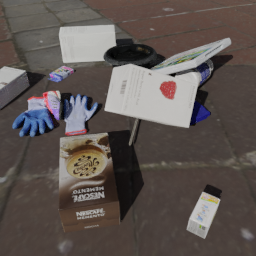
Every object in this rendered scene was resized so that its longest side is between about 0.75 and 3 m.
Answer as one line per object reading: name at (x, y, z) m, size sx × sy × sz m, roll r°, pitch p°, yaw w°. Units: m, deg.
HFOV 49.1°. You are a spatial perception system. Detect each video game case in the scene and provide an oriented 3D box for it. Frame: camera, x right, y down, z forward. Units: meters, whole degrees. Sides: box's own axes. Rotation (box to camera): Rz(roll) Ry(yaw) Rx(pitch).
video game case at (2.298, -2.782, 11.523) m, size 2.675 × 0.323 × 2.935 m, roll -35°, pitch 19°, yaw -35°

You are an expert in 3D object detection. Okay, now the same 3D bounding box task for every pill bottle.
pill bottle at (2.828, -2.296, 11.673) m, size 1.038 × 1.038 × 1.735 m, roll 27°, pitch 47°, yaw 29°

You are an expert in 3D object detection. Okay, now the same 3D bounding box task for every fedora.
fedora at (0.110, -2.866, 12.335) m, size 2.327 × 1.063 × 2.327 m, roll -3°, pitch 39°, yaw 2°

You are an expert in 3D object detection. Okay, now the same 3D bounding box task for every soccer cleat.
soccer cleat at (-2.720, -0.819, 10.195) m, size 0.650 × 0.606 × 1.776 m, roll -2°, pitch 35°, yaw -19°

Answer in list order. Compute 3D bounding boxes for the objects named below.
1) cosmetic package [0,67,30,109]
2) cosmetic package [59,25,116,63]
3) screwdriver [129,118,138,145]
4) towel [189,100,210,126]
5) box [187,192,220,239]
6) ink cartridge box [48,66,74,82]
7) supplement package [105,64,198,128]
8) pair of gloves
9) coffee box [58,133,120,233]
cosmetic package at (-5.009, -1.541, 10.956) m, size 1.110 × 0.808 × 2.183 m, roll 13°, pitch 42°, yaw 15°
cosmetic package at (-1.883, -4.047, 13.478) m, size 2.615 × 1.476 × 1.061 m, roll -4°, pitch 40°, yaw -7°
screwdriver at (0.317, -0.276, 9.825) m, size 0.392 × 0.409 × 2.813 m, roll 6°, pitch 43°, yaw 8°
towel at (2.148, -0.661, 10.280) m, size 1.075 × 0.361 × 1.456 m, roll -24°, pitch 45°, yaw -17°
box at (1.832, 2.091, 6.774) m, size 0.459 × 0.510 × 0.906 m, roll 21°, pitch 44°, yaw 24°
ink cartridge box at (-2.999, -2.412, 12.475) m, size 0.637 × 0.224 × 1.068 m, roll 21°, pitch 46°, yaw 24°
supplement package at (0.712, -0.949, 8.725) m, size 2.366 × 1.435 × 1.417 m, roll 11°, pitch 2°, yaw -25°
pair of gloves at (-2.537, -0.521, 10.090) m, size 2.946 × 0.336 × 2.368 m, roll -5°, pitch 40°, yaw -5°
coffee box at (-1.044, 1.313, 7.344) m, size 1.389 × 0.981 × 2.457 m, roll -6°, pitch 40°, yaw -8°
